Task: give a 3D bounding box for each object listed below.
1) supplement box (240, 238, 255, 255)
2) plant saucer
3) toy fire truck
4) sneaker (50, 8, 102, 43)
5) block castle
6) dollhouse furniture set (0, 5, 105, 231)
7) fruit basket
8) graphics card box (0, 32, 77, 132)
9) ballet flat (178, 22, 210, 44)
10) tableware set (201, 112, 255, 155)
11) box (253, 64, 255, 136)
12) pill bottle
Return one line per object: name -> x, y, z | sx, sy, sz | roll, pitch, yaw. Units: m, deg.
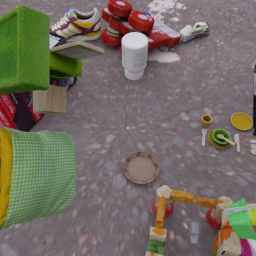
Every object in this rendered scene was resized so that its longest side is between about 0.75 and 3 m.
supplement box -> 3.195, 2.346, 5.884 | 1.618, 0.819, 0.836 | -21, 57, -14
plant saucer -> 0.342, 1.036, 7.226 | 0.921, 0.159, 0.921 | -1, 54, 1
toy fire truck -> 0.374, -3.537, 9.866 | 2.117, 1.413, 2.521 | -24, 56, -39
sneaker -> -2.194, -3.632, 9.946 | 2.504, 1.128, 0.938 | -17, 56, -12
block castle -> 1.174, 2.589, 5.498 | 1.758, 1.234, 2.630 | 8, 52, 10
dollhouse furniture set -> -1.189, 0.100, 4.231 | 1.452, 1.895, 2.892 | -3, 86, 36
fruit basket -> 2.247, 1.451, 4.640 | 1.081, 1.001, 0.506 | -24, 39, 19
graphics card box -> -2.607, -1.244, 7.907 | 0.682, 1.681, 2.680 | 21, 56, 21
ballet flat -> 2.348, -3.568, 10.277 | 1.557, 0.560, 0.560 | -20, 57, -13
tableware set -> 3.083, 0.020, 7.854 | 2.056, 0.315, 1.385 | 8, 55, 6
box -> 3.510, -1.299, 5.350 | 0.716, 2.861, 2.882 | 38, 87, 30
pill bottle -> 0.207, -2.199, 8.775 | 0.786, 1.375, 0.786 | 0, 55, 0
